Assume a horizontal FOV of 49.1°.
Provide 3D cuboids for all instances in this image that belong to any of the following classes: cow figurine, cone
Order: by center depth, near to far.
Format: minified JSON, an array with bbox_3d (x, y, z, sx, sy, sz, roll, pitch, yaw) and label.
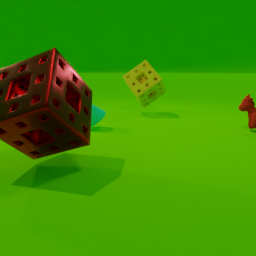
[{"bbox_3d":[3.749,-0.466,8.142,1.013,0.997,0.556,3,-2,8],"label":"cow figurine"},{"bbox_3d":[-1.252,-0.578,8.290,0.866,0.869,0.866,-26,26,14],"label":"cone"}]

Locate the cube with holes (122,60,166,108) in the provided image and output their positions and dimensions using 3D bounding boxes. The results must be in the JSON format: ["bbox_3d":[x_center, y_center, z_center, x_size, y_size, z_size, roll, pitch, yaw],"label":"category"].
[{"bbox_3d":[0.659,-1.696,10.938,1.109,1.109,1.109,-35,-24,2],"label":"cube with holes"}]

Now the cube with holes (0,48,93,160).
[{"bbox_3d":[-1.529,-0.373,5.076,1.270,1.270,1.270,-15,-35,19],"label":"cube with holes"}]
